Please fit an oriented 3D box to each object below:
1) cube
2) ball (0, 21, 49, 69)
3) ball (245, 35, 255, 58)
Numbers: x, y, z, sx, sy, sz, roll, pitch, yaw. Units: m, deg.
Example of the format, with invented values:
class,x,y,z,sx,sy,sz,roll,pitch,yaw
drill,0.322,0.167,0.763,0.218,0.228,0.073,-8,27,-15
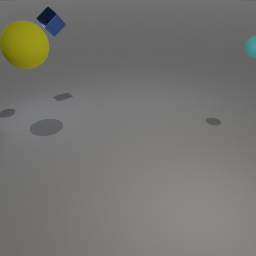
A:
class,x,y,z,sx,sy,sz,roll,pitch,yaw
cube,-3.092,-4.275,11.278,0.700,0.700,0.700,-45,65,1
ball,-3.113,-2.500,8.469,1.400,1.400,1.400,0,28,0
ball,4.169,-2.641,9.075,0.700,0.700,0.700,0,28,0
